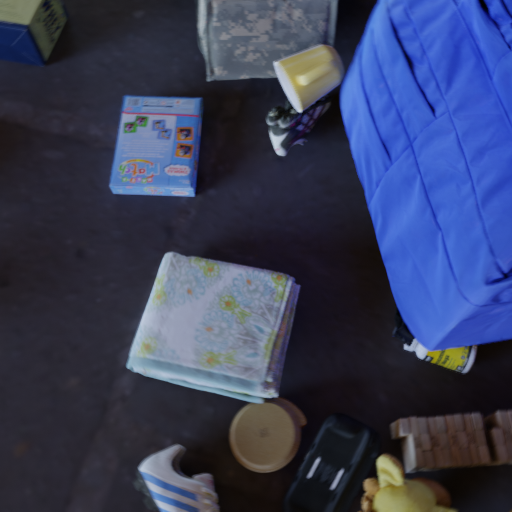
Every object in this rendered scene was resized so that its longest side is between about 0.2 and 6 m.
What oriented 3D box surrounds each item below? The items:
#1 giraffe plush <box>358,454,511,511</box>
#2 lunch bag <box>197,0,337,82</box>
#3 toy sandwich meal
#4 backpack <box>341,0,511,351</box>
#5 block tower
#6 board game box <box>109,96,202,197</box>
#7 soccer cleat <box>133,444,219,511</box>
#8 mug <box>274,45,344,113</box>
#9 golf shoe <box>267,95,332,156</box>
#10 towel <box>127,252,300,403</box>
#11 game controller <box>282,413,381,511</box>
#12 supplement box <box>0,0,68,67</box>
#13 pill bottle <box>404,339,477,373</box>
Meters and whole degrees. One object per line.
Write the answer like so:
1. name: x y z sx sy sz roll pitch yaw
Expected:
1. giraffe plush: 2.207 3.473 6.801 1.881 2.320 2.002 20 79 45
2. lunch bag: 0.063 -4.257 10.116 2.207 1.582 2.691 -4 38 -6
3. toy sandwich meal: 0.157 2.488 7.822 1.095 0.375 1.095 -6 58 9
4. backpack: 3.780 -1.947 7.695 4.193 4.330 5.160 -5 62 -16
5. block tower: 3.152 2.518 7.676 2.440 0.659 0.705 -3 65 -1
6. board game box: -1.717 -1.947 9.827 1.417 0.343 1.873 2 66 1
7. soccer cleat: -0.756 3.396 7.260 0.875 0.708 2.027 -35 70 -14
8. mug: 0.935 -2.861 8.966 0.913 0.891 1.112 -28 46 2
9. golf shoe: 0.756 -2.405 9.927 0.650 0.741 1.683 22 43 31
10. towel: -0.587 1.021 8.308 2.247 0.541 1.924 10 62 11
11. game controller: 0.992 2.890 7.396 0.832 0.336 1.595 28 91 6
12. supplement box: -4.586 -4.546 10.656 1.394 0.936 1.393 11 67 5
13. pill bottle: 2.705 1.340 8.267 0.939 0.528 0.528 17 67 9
